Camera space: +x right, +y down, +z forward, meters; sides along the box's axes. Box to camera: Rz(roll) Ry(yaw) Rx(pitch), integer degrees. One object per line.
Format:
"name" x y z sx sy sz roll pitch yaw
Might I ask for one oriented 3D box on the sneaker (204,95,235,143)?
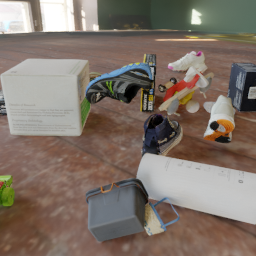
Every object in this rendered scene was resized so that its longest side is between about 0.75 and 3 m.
"sneaker" 3.027 -0.233 9.063 0.887 1.077 2.342 11 -18 11

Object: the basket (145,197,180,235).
"basket" 0.680 1.960 6.285 0.793 0.552 0.699 -30 29 0

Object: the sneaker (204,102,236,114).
"sneaker" 4.191 -0.954 12.748 1.398 0.528 0.796 17 29 21

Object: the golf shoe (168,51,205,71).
"golf shoe" 4.217 -4.835 20.175 2.920 1.336 1.100 -11 28 -19

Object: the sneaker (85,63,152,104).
"sneaker" -0.392 -1.311 9.581 2.775 1.150 0.984 -16 -4 33

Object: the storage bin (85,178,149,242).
"storage bin" -0.261 1.780 6.065 1.373 1.000 0.922 -18 33 11

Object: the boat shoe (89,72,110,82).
"boat shoe" -1.344 -2.458 15.492 2.917 1.104 1.077 8 30 36

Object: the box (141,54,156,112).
"box" 1.012 -2.251 13.548 0.671 2.172 2.720 2 26 5

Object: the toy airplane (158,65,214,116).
"toy airplane" 2.701 -1.589 12.473 2.669 1.883 2.657 -28 4 18

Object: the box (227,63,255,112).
"box" 5.530 -1.946 13.154 1.007 1.934 1.761 -1 25 -1

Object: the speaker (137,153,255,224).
"speaker" 1.668 1.404 6.840 2.867 1.164 1.164 9 26 18

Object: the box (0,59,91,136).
"box" -3.056 -1.337 11.266 2.806 2.404 2.792 1 25 1

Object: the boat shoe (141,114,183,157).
"boat shoe" 1.287 -0.009 9.766 1.022 1.269 2.737 10 27 21

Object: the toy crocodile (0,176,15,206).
"toy crocodile" -3.317 1.783 6.542 0.799 0.731 2.368 1 24 1

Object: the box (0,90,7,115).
"box" -5.800 -1.219 13.150 2.454 0.611 1.935 3 24 7
